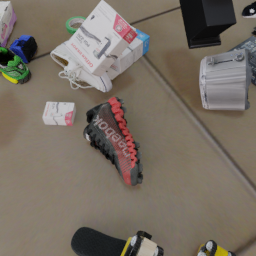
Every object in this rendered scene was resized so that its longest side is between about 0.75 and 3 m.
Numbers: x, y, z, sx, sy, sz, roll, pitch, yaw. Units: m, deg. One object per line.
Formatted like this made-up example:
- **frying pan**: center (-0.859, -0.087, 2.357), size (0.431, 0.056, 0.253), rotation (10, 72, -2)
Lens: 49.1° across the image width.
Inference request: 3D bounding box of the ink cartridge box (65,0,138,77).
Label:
- **ink cartridge box**: center (-0.751, -2.440, 7.793), size (1.210, 0.704, 1.661), rotation (47, 106, 10)

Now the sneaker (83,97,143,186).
- **sneaker**: center (-0.461, 0.397, 7.657), size (1.371, 0.992, 2.806), rotation (-14, 56, -10)

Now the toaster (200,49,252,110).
- **toaster**: center (2.896, -1.305, 8.315), size (1.370, 2.121, 1.205), rotation (0, 58, 21)

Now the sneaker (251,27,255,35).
- **sneaker**: center (5.376, -4.039, 10.861), size (0.775, 0.446, 1.486), rotation (28, 65, 12)

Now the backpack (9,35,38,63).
- **backpack**: center (-3.707, -2.897, 9.970), size (0.731, 0.708, 0.871), rotation (16, 59, 13)

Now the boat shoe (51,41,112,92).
- **boat shoe**: center (-1.696, -1.858, 9.118), size (1.128, 0.978, 2.647), rotation (-37, 65, -20)

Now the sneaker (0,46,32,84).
- **sneaker**: center (-4.370, -2.443, 9.476), size (2.441, 1.040, 0.953), rotation (25, 60, 16)

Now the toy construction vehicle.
- **toy construction vehicle**: center (0.687, 3.332, 5.657), size (2.355, 0.953, 2.705), rotation (30, 69, -12)

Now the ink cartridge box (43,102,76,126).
- **ink cartridge box**: center (-2.090, -0.436, 8.568), size (0.882, 0.365, 0.646), rotation (3, 57, 2)

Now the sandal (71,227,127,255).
- **sandal**: center (-0.264, 2.923, 6.366), size (2.232, 0.534, 0.839), rotation (19, 59, 27)

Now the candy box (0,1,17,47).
- **candy box**: center (-5.660, -3.888, 10.535), size (2.314, 0.828, 1.941), rotation (3, 57, 2)

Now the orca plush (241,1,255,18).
- **orca plush**: center (5.640, -4.935, 11.290), size (1.984, 0.705, 1.044), rotation (2, 57, 1)

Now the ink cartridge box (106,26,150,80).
- **ink cartridge box**: center (-0.318, -2.716, 9.817), size (1.185, 0.682, 2.045), rotation (35, 61, 19)

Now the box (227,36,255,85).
- **box**: center (4.511, -2.271, 9.692), size (1.482, 0.480, 1.880), rotation (-34, 63, -19)

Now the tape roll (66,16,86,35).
- **tape roll**: center (-1.975, -4.022, 10.993), size (0.901, 0.216, 0.901), rotation (0, 57, 0)

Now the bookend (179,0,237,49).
- **bookend**: center (2.144, -3.349, 6.662), size (1.009, 2.190, 2.177), rotation (-10, 88, -14)
